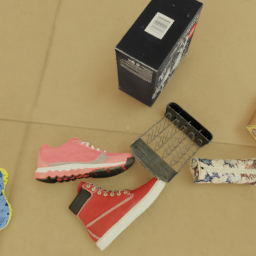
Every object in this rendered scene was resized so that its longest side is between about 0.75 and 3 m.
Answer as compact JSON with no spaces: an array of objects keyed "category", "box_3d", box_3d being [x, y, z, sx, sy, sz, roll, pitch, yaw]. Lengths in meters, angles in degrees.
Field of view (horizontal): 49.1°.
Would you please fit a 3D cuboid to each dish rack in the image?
[{"category":"dish rack","box_3d":[1.171,0.402,7.815,1.642,0.584,2.140,42,56,14]}]

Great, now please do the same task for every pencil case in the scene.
[{"category":"pencil case","box_3d":[2.720,1.180,7.679,1.920,0.859,0.747,2,90,0]}]

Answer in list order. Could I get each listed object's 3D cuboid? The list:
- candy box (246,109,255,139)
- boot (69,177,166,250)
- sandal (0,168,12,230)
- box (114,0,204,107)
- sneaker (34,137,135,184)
[{"category":"candy box","box_3d":[4.699,-0.314,7.327,0.731,2.643,1.525,44,73,-28]},{"category":"boot","box_3d":[-0.337,1.740,7.528,2.438,0.883,1.759,-40,75,-8]},{"category":"sandal","box_3d":[-3.602,1.877,7.534,0.673,0.738,1.694,-14,74,-7]},{"category":"box","box_3d":[0.831,-2.243,8.065,1.277,2.233,2.452,31,75,10]},{"category":"sneaker","box_3d":[-1.207,0.770,7.733,2.776,1.023,1.204,-6,71,-2]}]
